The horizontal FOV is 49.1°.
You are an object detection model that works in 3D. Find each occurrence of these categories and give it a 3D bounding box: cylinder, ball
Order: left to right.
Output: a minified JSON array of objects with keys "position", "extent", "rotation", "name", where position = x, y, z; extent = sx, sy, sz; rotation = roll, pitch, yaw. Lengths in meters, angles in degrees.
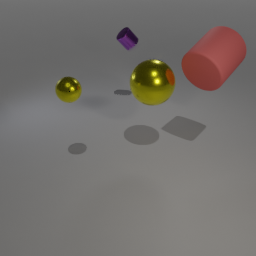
[{"position":[-1.584,-1.019,7.473],"extent":[0.700,0.700,0.700],"rotation":[0,29,0],"name":"ball"},{"position":[-0.020,-3.829,12.037],"extent":[0.700,0.700,0.700],"rotation":[-29,41,29],"name":"cylinder"},{"position":[0.746,-1.381,8.547],"extent":[1.400,1.400,1.400],"rotation":[0,29,0],"name":"ball"},{"position":[2.572,-2.078,8.432],"extent":[1.400,1.400,1.400],"rotation":[26,62,39],"name":"cylinder"}]
